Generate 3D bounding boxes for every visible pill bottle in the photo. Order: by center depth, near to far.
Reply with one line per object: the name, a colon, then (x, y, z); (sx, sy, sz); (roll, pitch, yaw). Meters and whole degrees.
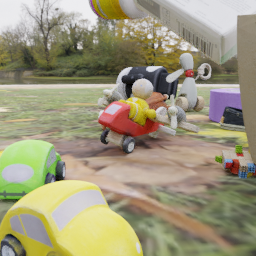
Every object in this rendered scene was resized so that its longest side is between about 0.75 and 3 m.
pill bottle: (-0.036, -4.035, 8.559); (1.367, 1.367, 2.623); (-8, 22, -37)

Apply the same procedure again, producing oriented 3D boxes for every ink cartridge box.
ink cartridge box: (1.788, -2.584, 4.861); (2.774, 0.695, 2.232); (-35, 59, -12)

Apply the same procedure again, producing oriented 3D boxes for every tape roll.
tape roll: (4.058, -0.699, 8.735); (2.927, 0.960, 2.927); (1, 10, 0)

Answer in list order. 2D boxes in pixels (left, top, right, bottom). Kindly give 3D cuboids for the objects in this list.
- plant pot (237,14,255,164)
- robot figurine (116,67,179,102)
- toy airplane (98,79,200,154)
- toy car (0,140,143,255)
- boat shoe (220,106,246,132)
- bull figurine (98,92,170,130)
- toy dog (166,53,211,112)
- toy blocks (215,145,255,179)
plant pot: (2.560, -0.209, 3.057); (2.156, 1.909, 2.154); (-3, 21, -11)
robot figurine: (0.853, -1.978, 13.371); (2.962, 2.226, 1.848); (7, 45, 31)
toy airplane: (0.318, -0.329, 5.709); (1.867, 1.318, 1.859); (6, 14, -8)
toy car: (-1.257, 0.573, 2.852); (2.749, 0.613, 2.587); (0, 11, 0)
boat shoe: (3.378, -0.213, 7.032); (2.061, 0.642, 0.769); (8, 11, 29)
bull figurine: (0.212, -0.408, 7.195); (2.016, 0.657, 1.224); (-14, -4, 34)
toy dog: (2.277, -1.635, 11.247); (1.571, 2.382, 1.147); (22, -16, -23)
toy blocks: (1.672, 0.526, 4.024); (0.751, 0.375, 0.513); (2, 22, 11)
